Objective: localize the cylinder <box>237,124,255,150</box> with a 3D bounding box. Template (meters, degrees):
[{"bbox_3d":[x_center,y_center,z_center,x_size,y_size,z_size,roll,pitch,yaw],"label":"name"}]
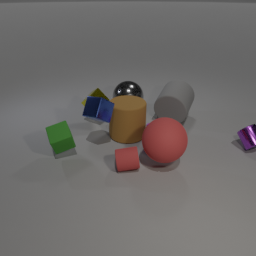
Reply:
[{"bbox_3d":[4.306,0.322,9.804,0.700,0.700,0.700,-14,71,-25],"label":"cylinder"}]

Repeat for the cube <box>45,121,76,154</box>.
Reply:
[{"bbox_3d":[-2.209,0.310,9.219,0.700,0.700,0.700,-21,57,-9],"label":"cube"}]

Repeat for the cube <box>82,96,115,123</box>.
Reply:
[{"bbox_3d":[-0.996,-0.623,9.488,0.700,0.700,0.700,10,-7,39],"label":"cube"}]

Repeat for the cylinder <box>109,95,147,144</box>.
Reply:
[{"bbox_3d":[-0.018,-0.345,10.613,1.400,1.400,1.400,0,28,0],"label":"cylinder"}]

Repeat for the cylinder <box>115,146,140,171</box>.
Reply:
[{"bbox_3d":[-0.018,0.969,8.788,0.700,0.700,0.700,-8,28,0],"label":"cylinder"}]

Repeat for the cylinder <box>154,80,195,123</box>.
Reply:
[{"bbox_3d":[1.959,-1.097,11.778,1.400,1.400,1.400,11,40,20],"label":"cylinder"}]

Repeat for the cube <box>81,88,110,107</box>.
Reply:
[{"bbox_3d":[-1.320,-1.072,11.337,0.700,0.700,0.700,-53,18,-28],"label":"cube"}]

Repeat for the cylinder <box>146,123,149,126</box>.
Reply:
[{"bbox_3d":[1.004,0.216,10.173,0.700,0.700,0.700,2,15,0],"label":"cylinder"}]

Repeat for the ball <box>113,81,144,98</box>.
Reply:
[{"bbox_3d":[0.005,-1.423,12.656,1.400,1.400,1.400,0,28,0],"label":"ball"}]

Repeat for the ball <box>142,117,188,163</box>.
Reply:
[{"bbox_3d":[1.127,0.375,8.625,1.400,1.400,1.400,0,28,0],"label":"ball"}]
